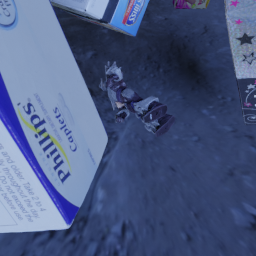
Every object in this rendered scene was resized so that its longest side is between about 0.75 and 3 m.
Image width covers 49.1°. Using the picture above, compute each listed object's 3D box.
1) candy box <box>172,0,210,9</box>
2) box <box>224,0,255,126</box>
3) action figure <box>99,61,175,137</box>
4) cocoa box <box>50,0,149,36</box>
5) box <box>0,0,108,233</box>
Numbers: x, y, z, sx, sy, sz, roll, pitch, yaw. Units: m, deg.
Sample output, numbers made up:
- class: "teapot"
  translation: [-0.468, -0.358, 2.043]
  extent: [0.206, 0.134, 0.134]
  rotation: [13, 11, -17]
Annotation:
- class: "candy box"
  translation: [1.691, -3.429, 7.264]
  extent: [0.917, 0.625, 0.280]
  rotation: [-6, 62, -12]
- class: "box"
  translation: [2.569, -1.555, 4.600]
  extent: [1.677, 2.924, 1.932]
  rotation: [-5, 60, 26]
- class: "action figure"
  translation: [-0.014, -0.520, 5.013]
  extent: [0.621, 1.164, 1.790]
  rotation: [-39, 46, -17]
- class: "cocoa box"
  translation: [-0.759, -3.295, 6.446]
  extent: [1.523, 1.548, 2.322]
  rotation: [9, 19, -48]
- class: "box"
  translation: [-2.139, -0.306, 3.179]
  extent: [2.969, 2.730, 1.557]
  rotation: [-10, 29, 21]
